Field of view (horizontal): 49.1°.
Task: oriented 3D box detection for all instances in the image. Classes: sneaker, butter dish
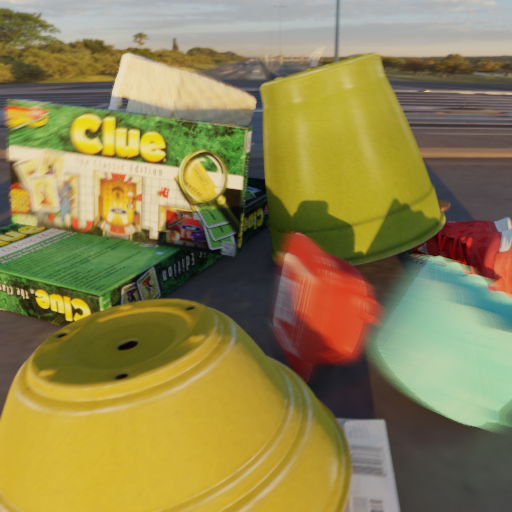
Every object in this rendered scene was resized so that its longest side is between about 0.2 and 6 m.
[{"bbox_3d":[2.852,0.043,7.864,1.522,1.033,2.636,-1,7,22],"label":"sneaker"},{"bbox_3d":[0.785,0.523,5.841,0.963,1.302,1.299,6,16,-14],"label":"butter dish"}]

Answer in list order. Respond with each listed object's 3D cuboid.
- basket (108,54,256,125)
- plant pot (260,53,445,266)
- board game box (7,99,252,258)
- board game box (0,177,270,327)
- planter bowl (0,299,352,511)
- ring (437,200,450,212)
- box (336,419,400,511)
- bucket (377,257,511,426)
[{"bbox_3d":[-1.344,-2.189,9.752,1.600,1.971,1.989,27,15,38],"label":"basket"},{"bbox_3d":[1.198,-1.495,8.237,2.651,2.553,2.651,-14,17,4],"label":"plant pot"},{"bbox_3d":[-1.745,-1.062,7.503,3.299,1.729,0.387,8,16,10],"label":"board game box"},{"bbox_3d":[-1.828,-0.482,9.364,3.054,0.684,5.830,12,24,23],"label":"board game box"},{"bbox_3d":[-0.802,1.085,3.999,2.859,1.191,2.859,-7,18,3],"label":"planter bowl"},{"bbox_3d":[2.139,-0.634,9.602,2.285,0.219,2.285,-10,10,2],"label":"ring"},{"bbox_3d":[-0.023,1.727,3.990,1.990,0.410,1.552,3,21,5],"label":"box"},{"bbox_3d":[1.873,0.769,5.091,1.438,0.935,1.438,27,22,-12],"label":"bucket"}]
